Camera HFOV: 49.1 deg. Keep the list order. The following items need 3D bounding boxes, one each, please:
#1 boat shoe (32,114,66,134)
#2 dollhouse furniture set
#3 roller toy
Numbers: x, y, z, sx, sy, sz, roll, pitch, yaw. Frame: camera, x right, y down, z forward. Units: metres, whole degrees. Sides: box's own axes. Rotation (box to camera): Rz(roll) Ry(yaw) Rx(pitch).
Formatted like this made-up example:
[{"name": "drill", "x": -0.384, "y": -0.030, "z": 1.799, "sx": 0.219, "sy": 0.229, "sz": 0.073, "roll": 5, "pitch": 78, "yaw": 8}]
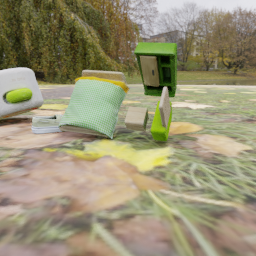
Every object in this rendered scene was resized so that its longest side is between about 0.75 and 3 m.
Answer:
[{"name": "boat shoe", "x": -2.031, "y": -0.159, "z": 8.099, "sx": 1.474, "sy": 0.457, "sz": 0.531, "roll": -10, "pitch": 24, "yaw": -36}, {"name": "dollhouse furniture set", "x": -0.374, "y": -0.927, "z": 6.950, "sx": 2.956, "sy": 1.936, "sz": 1.483, "roll": 6, "pitch": -33, "yaw": 17}, {"name": "roller toy", "x": -4.151, "y": -1.212, "z": 9.734, "sx": 2.222, "sy": 1.553, "sz": 2.027, "roll": -16, "pitch": 5, "yaw": 11}]
